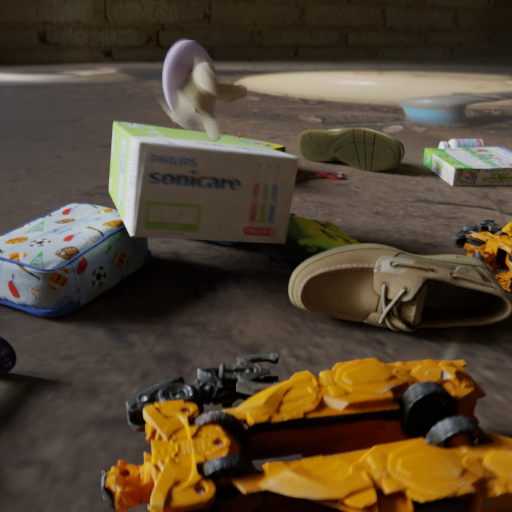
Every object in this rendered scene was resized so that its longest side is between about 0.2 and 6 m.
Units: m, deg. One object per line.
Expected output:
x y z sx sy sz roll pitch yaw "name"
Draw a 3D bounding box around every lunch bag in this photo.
-2.655 -0.050 7.800 1.808 0.853 2.257 9 26 25 "lunch bag"

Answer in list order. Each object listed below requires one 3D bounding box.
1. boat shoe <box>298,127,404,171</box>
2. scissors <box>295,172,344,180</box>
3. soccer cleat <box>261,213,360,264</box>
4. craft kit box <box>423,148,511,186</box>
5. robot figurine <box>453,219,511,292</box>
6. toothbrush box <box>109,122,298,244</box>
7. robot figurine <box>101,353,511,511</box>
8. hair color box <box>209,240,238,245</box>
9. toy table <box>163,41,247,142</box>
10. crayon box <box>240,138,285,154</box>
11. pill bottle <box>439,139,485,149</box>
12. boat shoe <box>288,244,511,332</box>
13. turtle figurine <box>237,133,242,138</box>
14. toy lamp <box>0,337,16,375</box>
2.406 -2.754 13.849 2.885 1.031 0.948 13 31 38 "boat shoe"
1.363 -1.812 12.871 1.365 0.095 0.499 -4 26 -6 "scissors"
1.032 -0.158 7.965 1.007 0.779 2.409 -35 36 -28 "soccer cleat"
5.220 -2.117 13.113 2.008 0.493 2.033 2 23 -3 "craft kit box"
3.983 -0.050 7.981 2.325 0.677 1.686 -10 25 -23 "robot figurine"
-0.921 -1.122 8.000 2.035 1.203 2.795 2 15 -22 "toothbrush box"
0.485 1.540 4.002 3.050 0.888 2.211 -4 24 -12 "robot figurine"
-0.888 -0.608 9.424 1.590 0.481 0.795 12 19 27 "hair color box"
-0.596 -1.701 5.893 0.864 0.940 0.550 -34 51 -10 "toy table"
-0.572 -2.370 13.401 2.249 0.655 1.336 20 30 38 "crayon box"
5.231 -2.694 14.298 1.024 0.557 0.557 0 23 0 "pill bottle"
1.692 0.417 6.586 2.583 0.920 0.833 -2 25 -4 "boat shoe"
-0.507 -2.301 12.015 1.073 0.428 1.330 17 50 41 "turtle figurine"
-2.822 1.340 4.958 0.525 0.525 1.804 4 24 10 "toy lamp"
